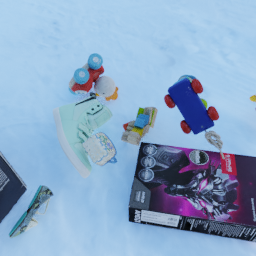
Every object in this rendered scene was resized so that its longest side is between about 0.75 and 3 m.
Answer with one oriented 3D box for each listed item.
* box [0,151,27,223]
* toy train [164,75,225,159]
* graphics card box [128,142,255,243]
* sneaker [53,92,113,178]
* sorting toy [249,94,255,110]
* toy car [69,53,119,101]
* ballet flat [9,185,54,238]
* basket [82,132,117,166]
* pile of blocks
[{"bbox_3d":[-3.991,0.702,5.646,2.784,2.737,1.725,23,60,18],"label":"box"},{"bbox_3d":[1.654,-0.304,6.400,0.826,1.951,1.129,-28,14,25],"label":"toy train"},{"bbox_3d":[1.586,1.371,6.348,2.968,0.755,1.862,7,47,8],"label":"graphics card box"},{"bbox_3d":[-1.006,0.036,7.173,1.465,0.914,2.484,-25,48,-4],"label":"sneaker"},{"bbox_3d":[3.882,-0.262,7.586,0.755,1.414,1.273,-17,66,41],"label":"sorting toy"},{"bbox_3d":[-0.912,-1.259,8.369,1.386,1.278,1.226,41,69,-7],"label":"toy car"},{"bbox_3d":[-2.057,1.875,6.103,0.469,0.469,1.262,25,73,19],"label":"ballet flat"},{"bbox_3d":[-0.599,0.503,6.519,0.618,0.889,0.784,-38,77,6],"label":"basket"},{"bbox_3d":[0.249,-0.176,7.235,0.587,0.775,1.888,14,23,15],"label":"pile of blocks"}]
